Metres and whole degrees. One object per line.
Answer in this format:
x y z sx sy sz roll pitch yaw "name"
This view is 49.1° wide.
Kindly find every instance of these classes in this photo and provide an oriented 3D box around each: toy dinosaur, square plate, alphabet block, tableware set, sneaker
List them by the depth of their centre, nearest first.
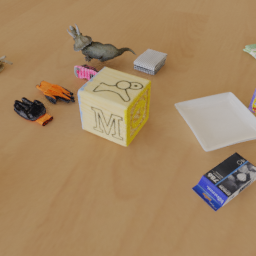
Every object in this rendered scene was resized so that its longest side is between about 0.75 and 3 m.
-0.352 -0.644 8.137 1.548 1.520 1.512 22 49 20 "alphabet block"
2.794 -0.221 8.582 2.134 0.304 2.114 -13 46 -13 "square plate"
-1.277 -2.012 10.287 1.448 0.572 0.691 29 40 25 "sneaker"
-1.021 -2.877 10.529 2.711 1.043 1.387 18 9 -13 "toy dinosaur"
-5.906 -2.666 10.918 2.408 0.482 1.591 21 49 20 "tableware set"

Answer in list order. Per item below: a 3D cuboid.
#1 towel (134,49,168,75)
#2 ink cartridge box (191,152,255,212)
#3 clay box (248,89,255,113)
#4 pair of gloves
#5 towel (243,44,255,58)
0.870 -2.540 10.817 0.935 0.483 1.129 23 51 23 "towel"
2.482 1.303 7.038 1.669 0.327 0.830 -29 52 -25 "ink cartridge box"
4.544 -0.599 8.554 0.363 0.876 1.525 -32 52 -27 "clay box"
-2.766 -0.858 9.294 1.604 0.223 1.801 26 53 22 "pair of gloves"
6.087 -2.689 11.100 1.969 0.302 2.582 -11 45 -11 "towel"
